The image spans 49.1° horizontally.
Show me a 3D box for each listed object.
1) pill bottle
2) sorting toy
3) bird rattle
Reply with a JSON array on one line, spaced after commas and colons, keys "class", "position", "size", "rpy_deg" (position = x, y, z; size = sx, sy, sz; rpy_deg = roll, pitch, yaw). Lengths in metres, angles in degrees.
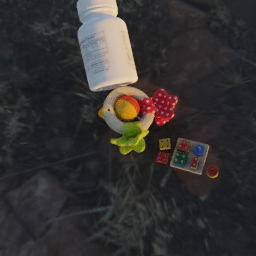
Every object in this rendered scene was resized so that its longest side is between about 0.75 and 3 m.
[{"class": "pill bottle", "position": [-0.653, -2.372, 7.909], "size": [1.400, 1.400, 2.448], "rpy_deg": [-13, 92, -5]}, {"class": "sorting toy", "position": [1.622, 0.702, 7.688], "size": [1.807, 0.306, 0.871], "rpy_deg": [14, 68, 21]}, {"class": "bird rattle", "position": [0.232, -0.431, 7.756], "size": [1.808, 1.249, 2.218], "rpy_deg": [38, 74, 0]}]
